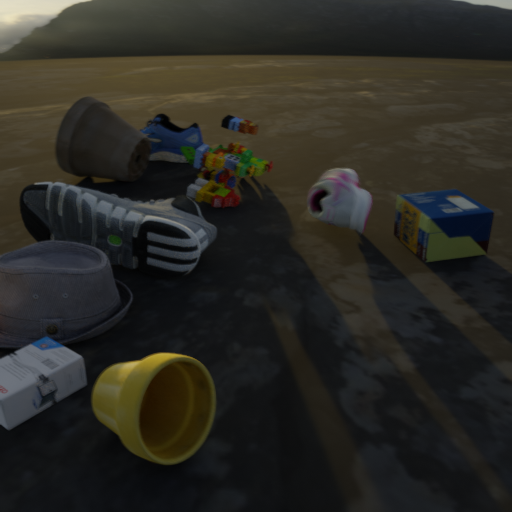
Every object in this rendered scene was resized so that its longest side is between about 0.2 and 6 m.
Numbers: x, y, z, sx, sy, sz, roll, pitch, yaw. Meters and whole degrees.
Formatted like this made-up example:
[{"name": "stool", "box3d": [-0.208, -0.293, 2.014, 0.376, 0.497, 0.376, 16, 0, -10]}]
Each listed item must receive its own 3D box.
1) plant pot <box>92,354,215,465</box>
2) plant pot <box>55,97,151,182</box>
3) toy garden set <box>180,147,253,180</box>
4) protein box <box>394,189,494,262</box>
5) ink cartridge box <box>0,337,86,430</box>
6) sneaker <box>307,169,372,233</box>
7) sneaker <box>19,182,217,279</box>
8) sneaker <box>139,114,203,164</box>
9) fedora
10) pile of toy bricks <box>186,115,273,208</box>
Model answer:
[{"name": "plant pot", "box3d": [-1.141, 1.529, 5.844, 1.005, 1.068, 1.068, -1, 19, 40]}, {"name": "plant pot", "box3d": [-3.743, -2.780, 14.262, 1.785, 2.057, 2.057, 22, 29, 10]}, {"name": "toy garden set", "box3d": [-0.902, -2.408, 14.988, 1.946, 0.388, 1.622, -2, 34, -24]}, {"name": "protein box", "box3d": [3.456, -0.599, 10.471, 1.271, 0.864, 1.280, -7, 26, -11]}, {"name": "ink cartridge box", "box3d": [-2.662, 1.453, 6.556, 0.765, 0.449, 1.045, 18, 31, 35]}, {"name": "sneaker", "box3d": [1.541, -1.259, 11.465, 1.046, 0.965, 2.372, 7, 20, -10]}, {"name": "sneaker", "box3d": [-2.374, -0.632, 10.362, 3.550, 1.332, 2.050, 18, 24, 14]}, {"name": "sneaker", "box3d": [-2.974, -3.462, 16.175, 3.006, 1.340, 1.181, 1, 25, 3]}, {"name": "fedora", "box3d": [-2.984, 0.428, 8.101, 2.269, 1.024, 2.007, 0, 25, 0]}, {"name": "pile of toy bricks", "box3d": [-0.352, -2.242, 13.343, 1.465, 1.647, 2.968, 19, 31, 9]}]
